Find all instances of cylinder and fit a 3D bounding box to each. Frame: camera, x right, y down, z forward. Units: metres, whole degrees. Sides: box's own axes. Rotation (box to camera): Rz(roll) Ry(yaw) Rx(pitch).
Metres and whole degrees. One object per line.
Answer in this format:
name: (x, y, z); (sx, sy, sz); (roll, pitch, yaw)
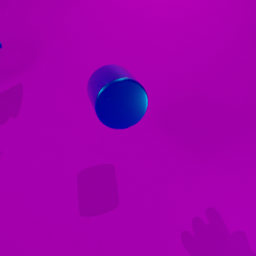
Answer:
cylinder: (-0.215, -0.583, 5.093); (0.939, 0.939, 0.939); (-18, 31, -8)

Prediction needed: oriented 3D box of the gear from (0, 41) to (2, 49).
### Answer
gear: (-3.422, -1.787, 6.069); (1.234, 1.234, 0.228); (-26, 61, -11)
